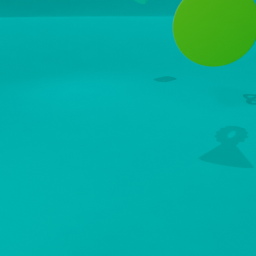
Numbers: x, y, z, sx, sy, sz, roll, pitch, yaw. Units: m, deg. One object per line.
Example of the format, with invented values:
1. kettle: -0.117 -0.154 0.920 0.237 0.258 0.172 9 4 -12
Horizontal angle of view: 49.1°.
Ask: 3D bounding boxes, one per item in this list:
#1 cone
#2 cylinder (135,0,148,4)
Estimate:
1. cone: 1.422 -1.771 4.398 1.189 1.189 1.193 9 41 19
2. cylinder: 0.523 -5.160 10.290 0.818 0.818 0.818 31 2 -1
